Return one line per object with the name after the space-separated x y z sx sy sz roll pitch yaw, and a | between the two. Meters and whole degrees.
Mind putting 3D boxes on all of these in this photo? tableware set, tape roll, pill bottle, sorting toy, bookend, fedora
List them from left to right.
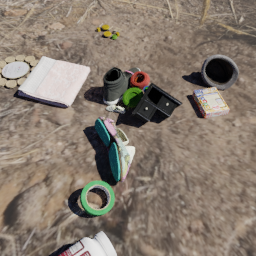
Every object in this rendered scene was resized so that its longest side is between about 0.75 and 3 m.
-1.224 3.479 7.071 1.810 1.022 1.022 -29 56 -22 | pill bottle
-0.926 2.120 8.471 1.028 0.247 1.028 9 61 -16 | tape roll
-1.033 -5.046 14.713 1.345 0.206 0.906 24 57 17 | tableware set
0.481 -1.462 11.454 1.033 0.706 1.720 12 70 20 | sorting toy
1.046 -0.697 10.568 1.409 0.653 1.418 34 80 -3 | bookend
3.881 -2.422 12.035 1.555 1.375 0.702 30 19 -1 | fedora

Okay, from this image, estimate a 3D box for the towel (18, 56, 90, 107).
-3.100 -2.047 11.990 2.330 0.393 2.439 15 53 7 | towel

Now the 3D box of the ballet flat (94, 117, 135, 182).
-0.342 0.612 9.644 0.953 0.925 2.677 -3 47 -28 | ballet flat

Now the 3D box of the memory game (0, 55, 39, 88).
-5.066 -2.586 12.680 2.301 0.147 2.301 0 51 0 | memory game

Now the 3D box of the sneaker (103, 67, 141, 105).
-0.181 -2.110 11.589 0.868 1.217 2.455 26 54 22 | sneaker

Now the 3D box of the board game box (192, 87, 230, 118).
3.317 -1.047 11.289 1.012 0.309 1.335 -10 51 -8 | board game box

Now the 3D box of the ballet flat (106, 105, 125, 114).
-0.485 -0.785 11.109 0.803 0.279 0.279 14 52 12 | ballet flat
